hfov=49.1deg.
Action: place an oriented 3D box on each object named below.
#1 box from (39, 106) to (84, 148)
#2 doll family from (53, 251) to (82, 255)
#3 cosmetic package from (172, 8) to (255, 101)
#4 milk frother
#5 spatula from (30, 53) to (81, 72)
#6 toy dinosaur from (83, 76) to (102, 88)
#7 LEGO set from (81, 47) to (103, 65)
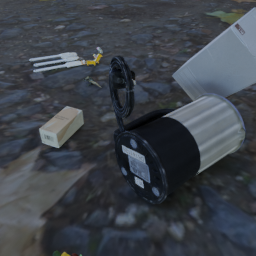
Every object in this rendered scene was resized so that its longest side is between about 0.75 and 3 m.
[{"bbox_3d":[-1.829,-0.053,7.869,0.601,0.492,1.266,14,39,19],"label":"box"},{"bbox_3d":[-0.761,2.564,4.116,1.186,0.805,2.051,-17,44,-28],"label":"doll family"},{"bbox_3d":[2.644,-1.726,7.710,1.264,2.803,1.497,-43,96,-27],"label":"cosmetic package"},{"bbox_3d":[0.951,-0.293,6.213,2.601,2.765,2.496,-25,47,-31],"label":"milk frother"},{"bbox_3d":[-3.086,-2.844,12.040,2.087,0.168,1.451,-16,44,-19],"label":"spatula"},{"bbox_3d":[-1.408,-1.721,10.415,0.436,0.235,0.990,-17,42,-33],"label":"toy dinosaur"},{"bbox_3d":[-1.538,-2.941,11.942,1.110,0.510,0.413,-42,32,-14],"label":"LEGO set"}]
